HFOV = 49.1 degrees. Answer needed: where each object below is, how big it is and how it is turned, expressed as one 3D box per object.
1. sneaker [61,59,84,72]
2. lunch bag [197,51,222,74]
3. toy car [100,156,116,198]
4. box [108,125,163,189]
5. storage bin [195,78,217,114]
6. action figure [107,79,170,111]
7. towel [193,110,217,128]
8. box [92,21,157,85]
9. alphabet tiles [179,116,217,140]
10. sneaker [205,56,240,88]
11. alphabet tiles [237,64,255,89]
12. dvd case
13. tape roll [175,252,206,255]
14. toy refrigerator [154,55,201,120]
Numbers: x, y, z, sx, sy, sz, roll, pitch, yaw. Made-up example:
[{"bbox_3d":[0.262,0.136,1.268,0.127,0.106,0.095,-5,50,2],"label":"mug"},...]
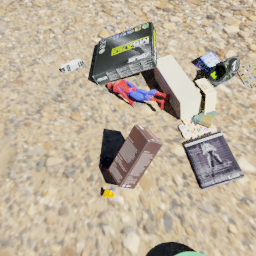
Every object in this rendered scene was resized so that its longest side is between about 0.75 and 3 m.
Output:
[{"bbox_3d":[-2.702,-3.001,13.396,1.160,0.436,0.470,-25,44,-23],"label":"sneaker"},{"bbox_3d":[4.021,-2.981,13.331,0.855,0.534,1.135,-32,67,-26],"label":"lunch bag"},{"bbox_3d":[-0.666,1.707,9.726,0.506,0.746,1.522,26,63,-36],"label":"toy car"},{"bbox_3d":[0.197,0.930,8.868,0.695,1.855,0.929,14,25,-38],"label":"box"},{"bbox_3d":[3.051,-1.282,11.095,0.479,1.022,1.015,-18,45,-5],"label":"storage bin"},{"bbox_3d":[0.315,-1.465,11.958,2.866,0.741,0.937,23,50,23],"label":"action figure"},{"bbox_3d":[3.131,-0.457,11.419,0.772,0.114,1.053,22,48,17],"label":"towel"},{"bbox_3d":[-0.118,-3.485,12.937,2.902,0.690,2.803,-13,46,20],"label":"box"},{"bbox_3d":[2.764,0.031,11.123,1.386,0.101,1.356,-13,52,-10],"label":"alphabet tiles"},{"bbox_3d":[4.300,-2.533,12.523,2.377,0.985,0.843,-36,78,-22],"label":"sneaker"},{"bbox_3d":[5.909,-2.452,13.143,1.357,0.061,1.623,-6,52,-5],"label":"alphabet tiles"},{"bbox_3d":[3.011,1.114,10.001,1.459,0.157,1.962,-19,53,5],"label":"dvd case"},{"bbox_3d":[1.711,4.243,7.247,1.898,0.456,1.898,3,49,-3],"label":"tape roll"},{"bbox_3d":[2.061,-1.797,11.832,0.986,1.070,2.817,-21,51,-4],"label":"toy refrigerator"}]
